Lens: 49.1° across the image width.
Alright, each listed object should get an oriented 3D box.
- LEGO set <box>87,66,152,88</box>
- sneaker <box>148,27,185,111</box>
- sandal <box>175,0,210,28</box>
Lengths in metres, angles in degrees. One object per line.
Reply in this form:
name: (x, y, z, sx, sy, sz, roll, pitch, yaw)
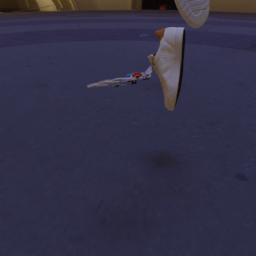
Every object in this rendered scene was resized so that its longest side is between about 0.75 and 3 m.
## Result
LEGO set: (-0.075, -0.735, 4.108, 0.651, 0.214, 0.871, -6, 4, 44)
sneaker: (0.831, -1.290, 6.248, 0.761, 1.796, 0.654, 6, 18, 15)
sandal: (0.811, -2.282, 4.337, 0.613, 1.505, 0.370, -34, 18, -13)
